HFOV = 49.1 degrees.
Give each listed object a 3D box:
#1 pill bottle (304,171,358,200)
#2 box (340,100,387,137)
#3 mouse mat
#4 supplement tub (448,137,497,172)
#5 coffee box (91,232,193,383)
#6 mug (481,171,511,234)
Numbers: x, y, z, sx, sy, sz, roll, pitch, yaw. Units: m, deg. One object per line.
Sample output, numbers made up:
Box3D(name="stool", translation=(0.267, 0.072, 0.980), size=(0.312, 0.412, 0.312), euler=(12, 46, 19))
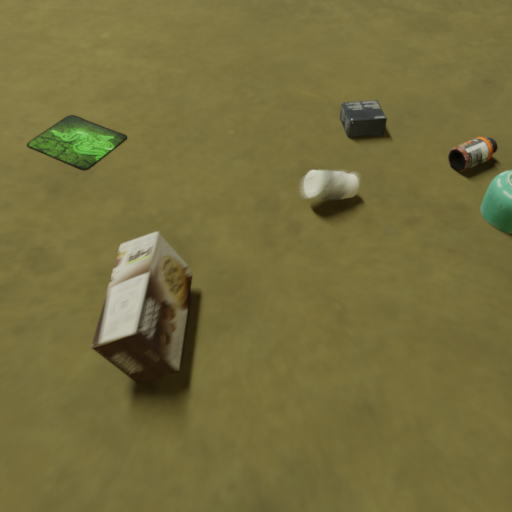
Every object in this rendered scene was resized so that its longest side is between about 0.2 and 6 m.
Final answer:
Box3D(name="pill bottle", translation=(1.366, -1.276, 10.135), size=(0.906, 0.512, 0.512), euler=(-1, 44, -29))
Box3D(name="box", translation=(2.255, -2.906, 11.863), size=(0.805, 0.419, 0.733), euler=(-5, 46, -4))
Box3D(name="mouse mat", translation=(-3.721, -2.390, 11.641), size=(1.692, 0.064, 1.361), euler=(24, 51, 19))
Box3D(name="supplement tub", translation=(4.275, -2.023, 10.992), size=(0.939, 0.502, 0.502), euler=(-23, 51, -21))
Box3D(name="coffee box", translation=(-1.547, 0.711, 7.951), size=(0.728, 1.031, 1.825), euler=(-18, 43, 21))
Box3D(name="mug", translation=(4.694, -0.971, 9.805), size=(1.274, 0.788, 1.047), euler=(18, 50, 16))
